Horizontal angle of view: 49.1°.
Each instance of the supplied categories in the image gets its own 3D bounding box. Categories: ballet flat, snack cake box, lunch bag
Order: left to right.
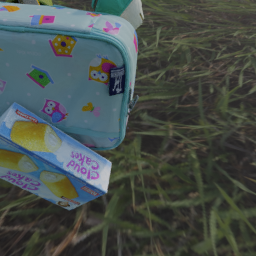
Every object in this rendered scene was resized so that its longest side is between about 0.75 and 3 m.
[{"bbox_3d":[-1.291,0.540,4.354,1.826,1.050,0.614,35,40,-27],"label":"snack cake box"},{"bbox_3d":[-1.193,-0.676,4.404,2.761,2.214,1.064,8,38,2],"label":"lunch bag"},{"bbox_3d":[-0.135,-2.197,5.229,0.872,0.912,2.590,-49,15,6],"label":"ballet flat"}]

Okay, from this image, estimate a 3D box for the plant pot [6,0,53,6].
[{"bbox_3d":[-2.609,-3.467,7.507,1.422,1.422,1.350,-5,70,-5],"label":"plant pot"}]

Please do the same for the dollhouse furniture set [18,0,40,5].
[{"bbox_3d":[-1.504,-2.015,6.443,1.114,1.442,2.884,-26,88,-14],"label":"dollhouse furniture set"}]
